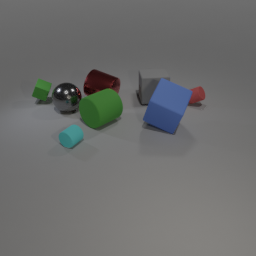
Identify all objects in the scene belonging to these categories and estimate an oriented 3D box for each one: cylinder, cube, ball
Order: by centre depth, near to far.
[{"bbox_3d":[-2.213,0.320,10.918,0.700,0.700,0.700,16,33,25],"label":"cylinder"},{"bbox_3d":[1.613,-0.898,11.519,1.400,1.400,1.400,25,56,5],"label":"cube"},{"bbox_3d":[-1.180,-0.868,12.256,1.400,1.400,1.400,25,38,36],"label":"cylinder"},{"bbox_3d":[-2.894,-1.448,13.266,1.400,1.400,1.400,0,30,0],"label":"ball"},{"bbox_3d":[3.339,-1.626,13.825,0.700,0.700,0.700,-17,15,41],"label":"cylinder"},{"bbox_3d":[-4.283,-1.899,13.941,0.700,0.700,0.700,20,40,-19],"label":"cube"},{"bbox_3d":[-1.293,-2.070,14.058,1.400,1.400,1.400,23,35,14],"label":"cylinder"},{"bbox_3d":[1.307,-2.139,14.330,1.400,1.400,1.400,-3,28,-3],"label":"cube"}]
